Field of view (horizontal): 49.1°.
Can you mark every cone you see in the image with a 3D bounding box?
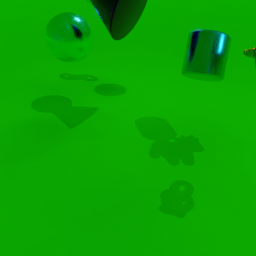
[{"bbox_3d":[-0.560,-3.081,6.341,1.575,1.570,1.570,33,40,11],"label":"cone"}]

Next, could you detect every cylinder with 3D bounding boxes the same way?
[{"bbox_3d":[1.788,-1.634,6.440,0.964,0.964,0.964,10,4,-1],"label":"cylinder"}]

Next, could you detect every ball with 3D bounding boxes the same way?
[{"bbox_3d":[-1.640,-2.509,7.816,1.332,1.332,1.332,0,31,0],"label":"ball"}]

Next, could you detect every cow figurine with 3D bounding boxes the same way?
[{"bbox_3d":[2.607,-1.686,4.993,0.866,1.578,1.552,-11,25,13],"label":"cow figurine"}]

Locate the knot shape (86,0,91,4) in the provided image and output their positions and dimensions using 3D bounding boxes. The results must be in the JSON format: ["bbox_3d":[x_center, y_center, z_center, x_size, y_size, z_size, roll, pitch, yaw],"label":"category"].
[{"bbox_3d":[-0.768,-4.594,9.144,1.523,1.627,0.752,-2,42,12],"label":"knot shape"}]
